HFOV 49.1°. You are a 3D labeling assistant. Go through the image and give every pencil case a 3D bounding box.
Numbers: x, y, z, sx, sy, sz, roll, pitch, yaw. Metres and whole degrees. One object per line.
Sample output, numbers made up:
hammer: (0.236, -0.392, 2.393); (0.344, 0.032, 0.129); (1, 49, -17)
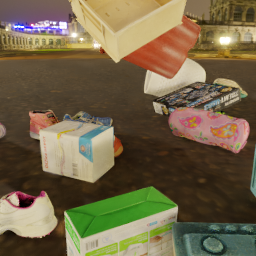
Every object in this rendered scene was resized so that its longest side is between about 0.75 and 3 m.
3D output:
pencil case: (2.111, 0.003, 7.547); (0.911, 0.911, 2.083); (-16, 22, -42)

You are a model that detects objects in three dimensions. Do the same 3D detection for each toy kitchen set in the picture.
toy kitchen set: (1.637, 0.762, 3.626); (2.306, 1.695, 2.878); (1, 17, 3)

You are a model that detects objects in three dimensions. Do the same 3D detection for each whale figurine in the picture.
whale figurine: (4.853, -1.716, 13.441); (1.798, 0.933, 1.431); (18, 4, -28)

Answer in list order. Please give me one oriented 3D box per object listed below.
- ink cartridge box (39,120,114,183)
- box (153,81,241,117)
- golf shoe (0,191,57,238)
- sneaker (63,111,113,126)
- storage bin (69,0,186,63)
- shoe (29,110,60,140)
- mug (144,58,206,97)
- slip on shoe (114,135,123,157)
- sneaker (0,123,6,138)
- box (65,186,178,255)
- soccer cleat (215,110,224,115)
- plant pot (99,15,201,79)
ink cartridge box: (-1.063, 0.441, 5.956); (1.267, 0.930, 0.925); (8, 19, 23)
box: (2.441, -1.011, 10.284); (2.303, 0.572, 2.286); (-25, 25, -19)
golf shoe: (-1.754, 1.193, 4.027); (1.438, 0.658, 0.542); (-2, 18, -1)
sneaker: (-1.185, -0.174, 8.469); (1.649, 0.635, 0.624); (-10, 18, -33)
storage bin: (-0.028, -2.379, 5.332); (1.680, 0.787, 1.668); (-35, 69, -14)
shoe: (-2.098, -0.045, 7.802); (1.699, 0.773, 0.607); (10, 20, 28)
mug: (2.186, -2.405, 13.456); (2.479, 2.088, 2.828); (12, 4, -5)
slip on shoe: (-0.505, 0.362, 7.059); (0.506, 0.612, 1.652); (39, -3, -17)
sneaker: (-4.297, 0.044, 7.968); (1.775, 0.643, 1.012); (14, 15, 20)
box: (-0.056, 1.307, 3.069); (1.115, 0.984, 0.539); (-10, 21, -28)
soccer cleat: (3.211, -0.616, 10.292); (0.588, 0.490, 1.452); (12, 25, 9)
plant pot: (0.767, -2.937, 8.930); (2.470, 2.539, 2.539); (28, 17, -4)
